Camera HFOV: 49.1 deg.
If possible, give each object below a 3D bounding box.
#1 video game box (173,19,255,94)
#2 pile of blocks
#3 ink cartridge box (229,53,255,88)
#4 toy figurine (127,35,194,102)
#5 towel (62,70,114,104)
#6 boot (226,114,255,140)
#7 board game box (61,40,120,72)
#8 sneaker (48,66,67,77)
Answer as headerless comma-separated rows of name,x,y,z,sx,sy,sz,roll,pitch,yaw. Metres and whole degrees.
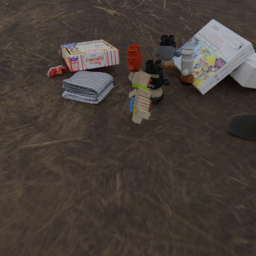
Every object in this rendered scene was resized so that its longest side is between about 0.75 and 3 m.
video game box,3.407,-3.080,11.893,2.551,0.656,2.801,-38,42,11
pile of blocks,0.462,-0.969,9.294,0.585,0.773,1.884,17,68,-29
ink cartridge box,4.974,-2.730,12.029,1.540,0.891,2.651,4,37,-22
toy figurine,1.329,-2.392,11.185,2.423,1.712,2.461,-23,43,-16
towel,-1.619,-1.725,11.230,1.742,0.745,1.442,14,41,16
boot,4.455,-0.089,9.451,2.316,0.852,0.874,2,13,5
board game box,-1.818,-3.409,12.852,2.164,0.661,2.857,-12,28,-14
sneaker,-3.142,-2.517,12.495,0.410,0.372,0.967,30,48,25
